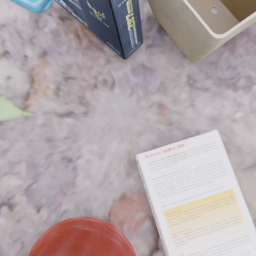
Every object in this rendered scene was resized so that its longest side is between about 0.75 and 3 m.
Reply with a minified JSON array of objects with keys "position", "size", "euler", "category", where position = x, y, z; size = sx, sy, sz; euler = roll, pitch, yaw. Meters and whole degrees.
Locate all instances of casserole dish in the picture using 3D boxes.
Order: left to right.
[{"position":[-2.766,-3.784,7.727],"size":[1.451,0.282,0.879],"euler":[31,80,7],"category":"casserole dish"}]

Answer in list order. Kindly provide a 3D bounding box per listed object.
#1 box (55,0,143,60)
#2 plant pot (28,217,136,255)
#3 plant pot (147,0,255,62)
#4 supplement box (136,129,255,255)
[{"position":[-0.981,-3.187,6.355],"size":[2.973,2.345,0.758],"euler":[43,82,15],"category":"box"},{"position":[-1.053,3.176,5.144],"size":[2.705,2.631,2.705],"euler":[0,79,0],"category":"plant pot"},{"position":[1.929,-3.131,6.526],"size":[2.686,2.381,2.689],"euler":[-35,80,-6],"category":"plant pot"},{"position":[1.483,1.748,6.201],"size":[1.878,1.096,2.980],"euler":[-16,79,-3],"category":"supplement box"}]
